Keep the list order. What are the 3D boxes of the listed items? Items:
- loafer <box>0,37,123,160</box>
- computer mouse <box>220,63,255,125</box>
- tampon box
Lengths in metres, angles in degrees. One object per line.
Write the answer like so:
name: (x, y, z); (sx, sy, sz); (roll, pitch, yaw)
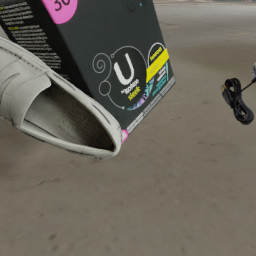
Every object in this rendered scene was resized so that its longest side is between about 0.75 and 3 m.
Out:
loafer: (-1.252, -0.440, 3.563); (2.762, 0.966, 0.964); (28, 1, -16)
computer mouse: (3.168, -1.190, 6.018); (0.522, 2.379, 1.304); (30, 33, -32)
tampon box: (-0.665, -1.604, 5.640); (1.872, 2.966, 2.223); (16, 53, 41)
